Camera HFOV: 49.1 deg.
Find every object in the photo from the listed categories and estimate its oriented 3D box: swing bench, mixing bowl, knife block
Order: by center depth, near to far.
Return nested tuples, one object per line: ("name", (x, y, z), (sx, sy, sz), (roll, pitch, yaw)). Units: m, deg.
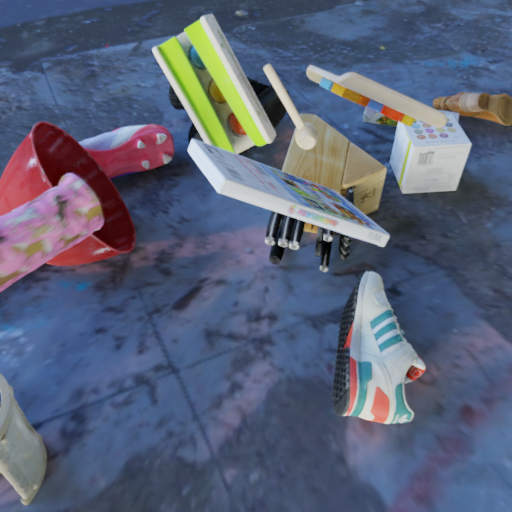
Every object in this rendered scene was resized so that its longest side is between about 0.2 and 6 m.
("swing bench", (-3.523, 2.208, 7.086), (1.579, 1.571, 1.025), (9, 46, 9))
("mixing bowl", (-3.488, -0.818, 9.832), (1.441, 2.661, 2.661), (-32, 46, 9))
("knife block", (0.850, -1.238, 10.897), (2.968, 1.082, 3.381), (-23, 50, -23))

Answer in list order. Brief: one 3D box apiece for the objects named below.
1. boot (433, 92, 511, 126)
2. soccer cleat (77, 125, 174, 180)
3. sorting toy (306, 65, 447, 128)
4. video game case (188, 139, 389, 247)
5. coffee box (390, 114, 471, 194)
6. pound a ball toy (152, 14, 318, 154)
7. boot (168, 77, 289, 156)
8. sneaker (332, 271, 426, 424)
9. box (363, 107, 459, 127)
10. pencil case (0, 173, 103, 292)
("boot", (5.327, -3.570, 13.661), (1.774, 0.680, 1.378), (-1, 11, -32))
("soccer cleat", (-3.382, -2.120, 11.961), (3.323, 1.108, 1.270), (-17, 28, -15))
("sorting toy", (1.818, -2.499, 8.929), (1.831, 0.361, 1.978), (18, 15, -18))
("video game case", (0.327, -0.706, 6.170), (2.012, 0.181, 1.441), (16, 20, -26))
("coffee box", (3.603, -2.152, 11.765), (1.181, 1.183, 1.170), (-3, 45, -3))
("pound a ball toy", (-0.259, -2.727, 9.394), (1.704, 2.613, 1.110), (-26, 19, 17))
("boot", (-1.119, -3.419, 12.902), (2.590, 1.303, 3.464), (29, 41, 17))
("sneaker", (1.910, 1.386, 8.522), (1.207, 0.909, 2.582), (16, 47, 0))
("box", (3.711, -3.333, 13.501), (2.203, 0.426, 0.457), (12, 46, 12))
("pencil case", (-2.956, -0.216, 7.053), (0.931, 0.890, 2.151), (43, 59, 15))
